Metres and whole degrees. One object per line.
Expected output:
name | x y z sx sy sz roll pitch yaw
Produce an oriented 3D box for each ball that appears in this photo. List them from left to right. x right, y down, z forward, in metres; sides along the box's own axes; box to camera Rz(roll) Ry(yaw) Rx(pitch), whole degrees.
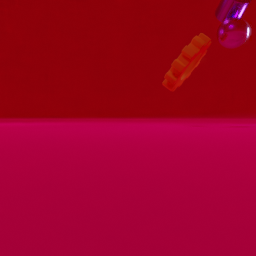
ball | 3.501 -3.184 9.384 1.004 1.004 1.004 0 2 0

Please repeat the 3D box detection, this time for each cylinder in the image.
cylinder | 3.611 -4.214 9.653 0.917 0.917 0.917 0 -30 -10

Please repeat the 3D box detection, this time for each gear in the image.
gear | 1.947 -2.134 9.280 0.376 2.031 2.031 40 12 11
